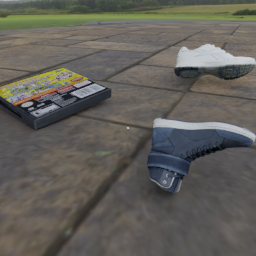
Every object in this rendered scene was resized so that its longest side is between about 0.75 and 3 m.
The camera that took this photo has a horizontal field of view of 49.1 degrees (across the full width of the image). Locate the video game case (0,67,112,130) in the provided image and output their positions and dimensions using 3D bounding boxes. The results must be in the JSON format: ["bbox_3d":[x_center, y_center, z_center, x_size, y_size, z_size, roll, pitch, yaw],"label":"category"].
[{"bbox_3d":[-2.256,-1.012,8.257,2.413,0.341,2.670,27,40,33],"label":"video game case"}]

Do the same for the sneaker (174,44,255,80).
[{"bbox_3d":[3.168,-2.504,10.246,2.897,1.079,1.262,4,70,5],"label":"sneaker"}]

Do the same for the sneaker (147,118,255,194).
[{"bbox_3d":[1.085,0.504,4.488,1.682,1.216,0.640,4,-20,33],"label":"sneaker"}]
